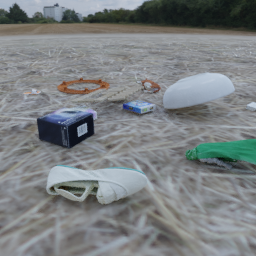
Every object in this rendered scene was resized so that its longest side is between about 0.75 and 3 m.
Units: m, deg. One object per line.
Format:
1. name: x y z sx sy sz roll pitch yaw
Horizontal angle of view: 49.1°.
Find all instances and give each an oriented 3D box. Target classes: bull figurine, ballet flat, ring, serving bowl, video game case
1. bull figurine: 0.999 -2.187 14.392 0.956 0.513 1.574 -15 26 -28
2. ballet flat: -0.739 1.300 6.138 2.314 0.804 0.804 2 23 15
3. ring: -2.365 -2.314 15.002 2.786 0.267 2.786 0 24 0
4. serving bowl: 2.744 -1.628 11.397 2.875 0.946 2.875 -16 10 3
5. video game case: 0.456 -0.873 11.412 1.010 0.230 0.916 19 24 40

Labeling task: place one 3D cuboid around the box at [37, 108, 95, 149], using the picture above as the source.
1. box: -1.995 -0.055 9.050 1.291 0.802 1.302 12 25 28

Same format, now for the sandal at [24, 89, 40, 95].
1. sandal: -4.735 -1.785 13.796 0.795 0.228 0.305 -8 25 -18

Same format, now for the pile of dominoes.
1. pile of dominoes: -0.712 -1.279 11.941 2.232 0.456 2.864 1 18 22

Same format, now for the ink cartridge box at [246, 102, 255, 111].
1. ink cartridge box: 5.428 -0.823 11.666 0.627 0.185 0.784 -20 36 -40

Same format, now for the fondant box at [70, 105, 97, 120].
1. fondant box: -1.758 -0.548 10.818 0.746 0.301 1.034 -17 29 -31

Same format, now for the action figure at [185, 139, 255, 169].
1. action figure: 2.677 0.696 7.541 2.231 0.610 1.318 -1 23 16
